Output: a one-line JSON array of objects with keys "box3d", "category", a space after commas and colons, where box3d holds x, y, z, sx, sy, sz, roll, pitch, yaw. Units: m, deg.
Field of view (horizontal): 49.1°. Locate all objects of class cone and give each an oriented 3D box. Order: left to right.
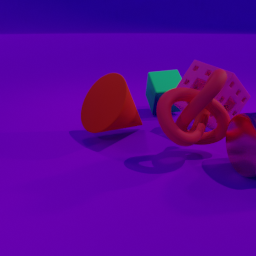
[{"box3d": [-0.116, -0.375, 7.627, 1.660, 1.654, 1.654, 28, -2, -43], "category": "cone"}]

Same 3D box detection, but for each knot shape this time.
[{"box3d": [1.393, -0.298, 5.993, 1.781, 1.903, 0.880, -14, 33, -29], "category": "knot shape"}]

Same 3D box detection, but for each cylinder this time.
[{"box3d": [2.875, 0.299, 5.690, 1.275, 1.275, 1.275, -4, 21, -10], "category": "cylinder"}]

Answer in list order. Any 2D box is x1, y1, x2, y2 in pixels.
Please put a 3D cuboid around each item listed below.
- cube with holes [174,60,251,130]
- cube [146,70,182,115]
[{"box3d": [2.218, -0.818, 7.662, 1.307, 1.307, 1.307, 30, 5, -44], "category": "cube with holes"}, {"box3d": [1.233, -1.192, 9.333, 1.023, 1.023, 1.023, -7, 50, -9], "category": "cube"}]
